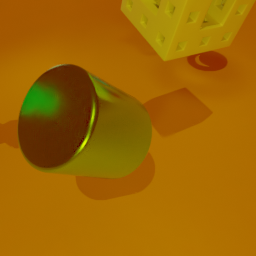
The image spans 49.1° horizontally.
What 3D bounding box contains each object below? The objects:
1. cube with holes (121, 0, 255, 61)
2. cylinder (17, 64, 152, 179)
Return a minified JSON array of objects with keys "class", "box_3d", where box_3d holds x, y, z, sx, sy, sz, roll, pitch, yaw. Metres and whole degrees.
[{"class":"cube with holes","box_3d":[0.900,-2.055,4.101,1.352,1.352,1.352,-19,60,-25]},{"class":"cylinder","box_3d":[-0.569,-0.009,3.999,1.387,1.387,1.387,-9,73,31]}]
